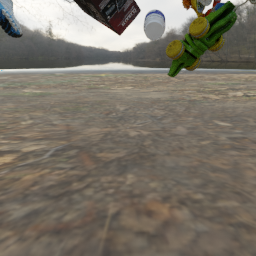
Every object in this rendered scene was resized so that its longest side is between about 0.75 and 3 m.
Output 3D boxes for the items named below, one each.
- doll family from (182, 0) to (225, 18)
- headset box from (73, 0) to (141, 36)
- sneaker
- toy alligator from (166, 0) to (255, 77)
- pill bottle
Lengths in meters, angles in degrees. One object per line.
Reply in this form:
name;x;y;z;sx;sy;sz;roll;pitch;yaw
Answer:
doll family;1.373;-2.531;4.606;0.832;1.847;1.146;16;20;-3
headset box;-0.777;-3.037;6.010;1.573;0.816;2.113;43;4;32
sneaker;-3.656;-3.550;8.450;0.649;1.733;0.751;-28;10;45
toy alligator;1.211;-1.474;4.232;0.591;1.782;0.428;22;40;-42
pill bottle;0.526;-2.042;5.567;0.443;0.443;0.766;2;37;6
